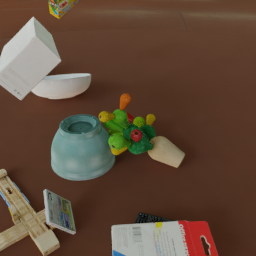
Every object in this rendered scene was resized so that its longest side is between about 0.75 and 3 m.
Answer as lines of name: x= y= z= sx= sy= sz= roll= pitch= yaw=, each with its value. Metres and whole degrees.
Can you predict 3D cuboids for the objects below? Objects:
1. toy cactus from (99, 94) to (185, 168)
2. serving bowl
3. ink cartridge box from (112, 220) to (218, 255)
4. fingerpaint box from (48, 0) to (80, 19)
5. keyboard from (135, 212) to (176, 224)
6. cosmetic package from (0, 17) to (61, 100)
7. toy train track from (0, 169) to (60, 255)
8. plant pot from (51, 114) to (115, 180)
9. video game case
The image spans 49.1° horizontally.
toy cactus: x=0.468 y=0.179 z=7.806 sx=2.432 sy=1.507 sz=2.947 roll=30 pitch=6 yaw=6
serving bowl: x=-2.664 y=-1.634 z=11.091 sx=2.464 sy=0.811 sz=2.464 roll=-3 pitch=15 yaw=1
ink cartridge box: x=0.631 y=2.319 z=5.069 sx=1.824 sy=0.613 sz=1.060 roll=-2 pitch=39 yaw=-4
fingerpaint box: x=-2.477 y=-5.174 z=10.925 sx=0.508 sy=1.155 sz=1.385 roll=35 pitch=67 yaw=6
keyboard: x=0.706 y=2.138 z=5.914 sx=1.153 sy=0.148 sz=0.693 roll=8 pitch=33 yaw=15
cosmetic package: x=-2.344 y=-1.775 z=6.611 sx=1.208 sy=0.741 sz=2.926 roll=-44 pitch=32 yaw=7
toy train track: x=-2.470 y=1.666 z=6.359 sx=1.704 sy=0.483 sz=2.971 roll=-25 pitch=39 yaw=-34
plant pot: x=-1.265 y=0.378 z=7.726 sx=1.819 sy=1.219 sz=1.819 roll=0 pitch=31 yaw=0
video game case: x=-1.455 y=1.774 z=5.940 sx=0.093 sy=0.767 sz=0.842 roll=-39 pitch=41 yaw=10
